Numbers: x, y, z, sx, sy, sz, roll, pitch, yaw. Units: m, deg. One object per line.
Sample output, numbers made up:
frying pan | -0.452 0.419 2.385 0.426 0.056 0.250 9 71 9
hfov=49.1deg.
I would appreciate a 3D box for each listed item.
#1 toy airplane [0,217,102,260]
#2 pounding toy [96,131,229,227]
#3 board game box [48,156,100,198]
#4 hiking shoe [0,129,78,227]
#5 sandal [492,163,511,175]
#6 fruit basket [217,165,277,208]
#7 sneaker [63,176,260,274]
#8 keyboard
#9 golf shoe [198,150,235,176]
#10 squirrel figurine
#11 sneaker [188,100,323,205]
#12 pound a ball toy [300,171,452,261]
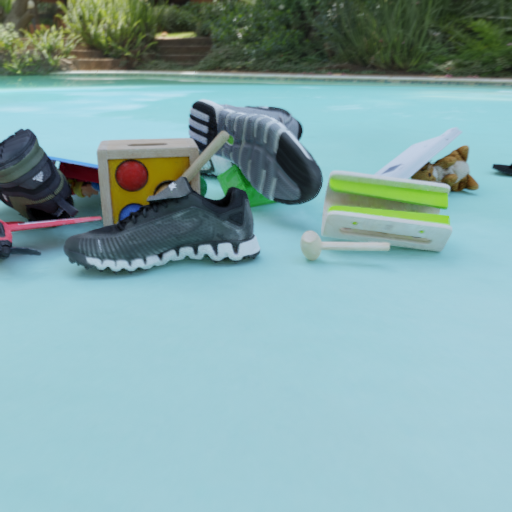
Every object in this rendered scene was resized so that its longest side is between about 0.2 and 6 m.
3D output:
toy airplane | -4.008 -0.396 8.340 3.047 0.560 3.047 4 16 -1
pounding toy | -1.421 -1.101 8.612 1.885 1.735 1.340 -4 21 -10
board game box | -2.895 -1.369 10.751 2.738 0.675 3.466 6 9 -35
hiking shoe | -3.932 -1.107 9.442 1.208 1.606 3.191 -42 23 -18
sandal | 6.776 -2.168 13.223 2.338 0.527 0.878 3 21 7
fruit basket | -0.162 -1.321 10.856 1.289 0.930 1.289 -21 -17 -7
sneaker | -1.256 -0.477 7.653 2.673 1.210 0.888 -5 18 -14
keyboard | 2.847 -1.736 11.106 1.212 0.230 4.305 -20 11 44
golf shoe | -1.080 -2.165 12.953 1.137 0.996 2.581 -24 21 -17
squirrel figurine | 3.718 -1.686 11.743 1.242 0.942 1.331 -16 10 -13
sneaker | 0.418 -2.090 10.164 1.944 1.263 3.366 -15 41 -38
pound a ball toy | 1.713 -0.394 8.206 2.090 0.888 1.363 7 60 3
